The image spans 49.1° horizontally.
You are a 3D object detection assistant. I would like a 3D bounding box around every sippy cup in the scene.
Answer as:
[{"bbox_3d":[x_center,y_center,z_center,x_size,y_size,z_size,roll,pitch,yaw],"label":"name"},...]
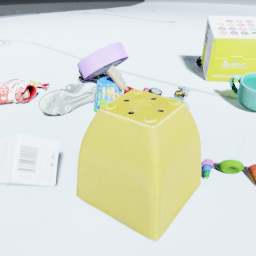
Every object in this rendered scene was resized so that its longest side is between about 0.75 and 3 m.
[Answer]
[{"bbox_3d":[-0.750,-1.317,11.161,1.340,1.250,1.706,-14,34,-21],"label":"sippy cup"}]

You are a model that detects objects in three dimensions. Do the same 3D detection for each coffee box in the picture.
[{"bbox_3d":[5.160,-3.949,14.065,2.437,2.440,2.413,2,45,5],"label":"coffee box"}]

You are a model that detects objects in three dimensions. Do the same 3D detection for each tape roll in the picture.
[{"bbox_3d":[-1.148,-3.069,12.904,2.307,0.757,2.307,-27,5,3],"label":"tape roll"}]

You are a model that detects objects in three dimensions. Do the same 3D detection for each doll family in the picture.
[{"bbox_3d":[2.388,-1.572,12.513,0.570,0.387,0.986,14,28,30],"label":"doll family"}]

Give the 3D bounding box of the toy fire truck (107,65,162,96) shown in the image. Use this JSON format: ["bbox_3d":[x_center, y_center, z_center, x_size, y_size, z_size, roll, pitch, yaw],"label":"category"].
[{"bbox_3d":[0.011,-1.168,10.259,2.116,1.362,1.863,25,39,11],"label":"toy fire truck"}]

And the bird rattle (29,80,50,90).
[{"bbox_3d":[-4.192,-2.052,13.233,0.942,0.531,0.768,-6,15,-16],"label":"bird rattle"}]

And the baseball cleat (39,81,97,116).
[{"bbox_3d":[-2.554,-1.248,11.537,1.568,1.027,2.946,15,25,40],"label":"baseball cleat"}]

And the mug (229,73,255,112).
[{"bbox_3d":[5.146,-1.447,11.339,1.506,1.133,1.833,-10,40,-8],"label":"mug"}]

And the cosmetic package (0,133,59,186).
[{"bbox_3d":[-2.556,0.834,6.818,1.344,1.108,1.109,-8,-18,40],"label":"cosmetic package"}]

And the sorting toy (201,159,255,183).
[{"bbox_3d":[2.925,1.290,7.564,1.890,0.655,0.651,7,54,8],"label":"sorting toy"}]

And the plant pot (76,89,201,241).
[{"bbox_3d":[0.338,0.543,6.753,2.456,2.513,2.440,21,36,30],"label":"plant pot"}]

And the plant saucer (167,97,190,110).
[{"bbox_3d":[1.750,-0.950,11.575,1.592,0.218,1.592,0,30,0],"label":"plant saucer"}]

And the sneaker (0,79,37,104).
[{"bbox_3d":[-5.093,-1.381,11.621,1.423,0.887,2.655,16,31,31],"label":"sneaker"}]

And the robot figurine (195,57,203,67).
[{"bbox_3d":[4.269,-3.787,16.059,0.883,0.663,0.551,28,84,38],"label":"robot figurine"}]

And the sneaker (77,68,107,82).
[{"bbox_3d":[-1.846,-2.791,14.257,1.604,0.664,0.575,6,31,10],"label":"sneaker"}]
